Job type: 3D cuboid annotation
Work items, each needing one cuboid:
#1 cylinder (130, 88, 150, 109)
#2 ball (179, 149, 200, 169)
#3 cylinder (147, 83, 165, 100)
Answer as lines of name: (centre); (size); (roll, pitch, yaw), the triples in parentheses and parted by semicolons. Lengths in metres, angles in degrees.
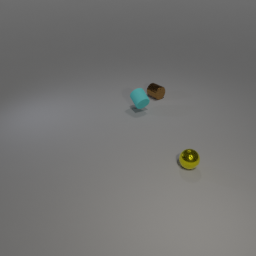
cylinder: (0.544, -1.366, 12.956); (0.700, 0.700, 0.700); (-15, 61, -24)
ball: (2.092, 1.051, 9.521); (0.700, 0.700, 0.700); (0, 31, 0)
cylinder: (1.445, -1.899, 14.461); (0.700, 0.700, 0.700); (-23, 38, -33)
